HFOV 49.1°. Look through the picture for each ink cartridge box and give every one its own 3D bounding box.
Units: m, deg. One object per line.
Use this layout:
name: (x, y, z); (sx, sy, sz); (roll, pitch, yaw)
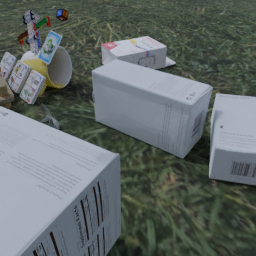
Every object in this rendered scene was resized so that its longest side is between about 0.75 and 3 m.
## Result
ink cartridge box: (0.441, -2.824, 10.740); (2.560, 0.864, 1.491); (-17, 39, -22)

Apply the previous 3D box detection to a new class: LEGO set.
LEGO set: (-2.901, -2.479, 8.934); (2.216, 2.966, 0.728); (33, 10, 29)

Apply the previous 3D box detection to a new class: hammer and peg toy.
hammer and peg toy: (-4.649, -1.294, 8.315); (1.800, 0.863, 2.447); (-22, 52, -28)

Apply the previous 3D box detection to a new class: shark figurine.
shark figurine: (-1.983, -0.084, 7.143); (0.885, 0.618, 1.481); (0, 37, -2)

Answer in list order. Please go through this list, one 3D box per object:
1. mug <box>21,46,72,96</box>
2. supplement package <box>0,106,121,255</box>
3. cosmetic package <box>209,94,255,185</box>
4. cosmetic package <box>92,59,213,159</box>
mug: (-2.892, -1.965, 9.228); (1.384, 1.350, 1.686); (7, 29, 23)
supplement package: (-1.856, 1.382, 3.868); (2.552, 1.963, 2.669); (19, 40, 25)
cosmetic package: (2.596, 0.162, 6.470); (1.311, 0.943, 2.324); (6, 37, 12)
cosmetic package: (0.475, -0.578, 7.017); (2.768, 1.562, 1.123); (25, 42, 28)
